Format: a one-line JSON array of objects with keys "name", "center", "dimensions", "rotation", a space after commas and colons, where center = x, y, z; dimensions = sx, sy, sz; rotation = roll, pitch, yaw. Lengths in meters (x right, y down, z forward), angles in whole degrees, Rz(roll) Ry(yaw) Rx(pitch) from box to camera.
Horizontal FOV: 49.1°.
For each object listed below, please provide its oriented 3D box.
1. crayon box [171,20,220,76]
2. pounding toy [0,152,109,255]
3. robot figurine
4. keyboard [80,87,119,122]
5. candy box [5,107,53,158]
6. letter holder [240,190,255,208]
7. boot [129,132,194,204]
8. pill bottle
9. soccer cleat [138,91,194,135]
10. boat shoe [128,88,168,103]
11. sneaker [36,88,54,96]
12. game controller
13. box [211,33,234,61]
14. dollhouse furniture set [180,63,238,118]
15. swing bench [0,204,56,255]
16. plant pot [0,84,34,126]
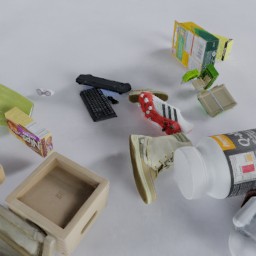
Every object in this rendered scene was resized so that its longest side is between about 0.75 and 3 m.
[{"name": "crayon box", "center": [2.882, -3.577, 12.401], "dimensions": [0.688, 1.678, 2.669], "rotation": [-14, 42, -16]}, {"name": "pounding toy", "center": [-2.133, 1.729, 6.379], "dimensions": [2.587, 1.183, 2.273], "rotation": [26, 48, 17]}, {"name": "robot figurine", "center": [2.890, 2.196, 5.774], "dimensions": [1.691, 1.126, 1.994], "rotation": [46, 78, -7]}, {"name": "keyboard", "center": [-0.992, -0.979, 10.448], "dimensions": [1.201, 0.257, 2.000], "rotation": [-15, 43, -17]}, {"name": "candy box", "center": [-2.876, 0.130, 8.182], "dimensions": [1.497, 0.874, 0.423], "rotation": [33, 50, 19]}, {"name": "letter holder", "center": [3.380, 1.858, 6.687], "dimensions": [1.062, 0.754, 0.534], "rotation": [-3, 40, -4]}, {"name": "boot", "center": [1.022, 0.965, 7.703], "dimensions": [1.793, 0.836, 2.319], "rotation": [-4, 39, -6]}, {"name": "pill bottle", "center": [2.681, 0.912, 7.170], "dimensions": [2.743, 1.596, 1.596], "rotation": [-9, 41, -9]}, {"name": "soccer cleat", "center": [1.227, -0.500, 9.527], "dimensions": [1.011, 0.814, 2.373], "rotation": [-14, 44, -31]}, {"name": "boat shoe", "center": [0.767, -1.261, 10.536], "dimensions": [1.495, 0.553, 0.496], "rotation": [2, 46, 3]}, {"name": "sneaker", "center": [-3.245, -1.399, 10.984], "dimensions": [0.755, 0.283, 0.376], "rotation": [14, 22, 17]}, {"name": "game controller", "center": [-0.957, -1.759, 11.136], "dimensions": [2.171, 0.457, 1.132], "rotation": [16, 14, 18]}, {"name": "box", "center": [3.751, -4.137, 13.667], "dimensions": [2.515, 0.947, 0.630], "rotation": [28, 47, 31]}, {"name": "dollhouse furniture set", "center": [2.986, -1.247, 10.611], "dimensions": [1.292, 0.990, 1.972], "rotation": [-24, 74, -17]}, {"name": "swing bench", "center": [-3.189, 2.536, 5.051], "dimensions": [2.542, 1.658, 2.555], "rotation": [22, 15, 26]}, {"name": "plant pot", "center": [-4.051, -0.682, 9.248], "dimensions": [1.663, 1.556, 1.556], "rotation": [16, 38, -13]}]
